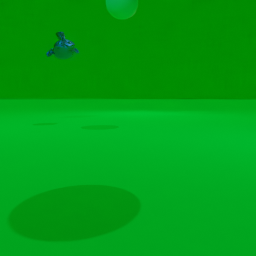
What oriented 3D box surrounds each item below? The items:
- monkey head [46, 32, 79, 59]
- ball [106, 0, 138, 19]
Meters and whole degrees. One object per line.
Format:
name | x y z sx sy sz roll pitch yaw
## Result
monkey head | -2.266 -2.820 9.684 1.181 0.850 0.712 -15 -20 -25
ball | -0.203 -4.180 9.312 1.067 1.067 1.067 0 6 0
